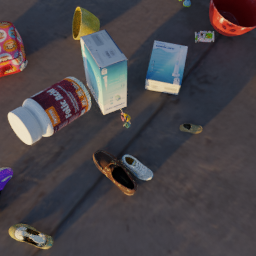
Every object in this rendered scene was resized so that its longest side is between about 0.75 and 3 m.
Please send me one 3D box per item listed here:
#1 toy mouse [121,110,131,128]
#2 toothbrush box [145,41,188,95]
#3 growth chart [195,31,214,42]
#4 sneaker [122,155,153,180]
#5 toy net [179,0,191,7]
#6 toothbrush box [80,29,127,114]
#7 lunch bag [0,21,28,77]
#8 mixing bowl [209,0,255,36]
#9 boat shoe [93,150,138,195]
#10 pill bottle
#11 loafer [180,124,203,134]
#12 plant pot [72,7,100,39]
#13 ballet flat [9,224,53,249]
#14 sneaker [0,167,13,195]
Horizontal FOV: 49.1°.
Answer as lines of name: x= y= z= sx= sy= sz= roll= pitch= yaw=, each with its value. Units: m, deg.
toy mouse: x=-0.057 y=-0.260 z=9.298 sx=0.147 sy=0.675 sz=0.759 roll=-20 pitch=60 yaw=-18
toothbrush box: x=1.495 y=-2.366 z=10.968 sx=1.348 sy=0.785 sz=1.841 roll=11 pitch=70 yaw=4
growth chart: x=3.269 y=-3.903 z=11.935 sx=0.874 sy=0.077 sz=0.632 roll=-1 pitch=68 yaw=-1
sneaker: x=0.314 y=1.379 z=9.721 sx=1.249 sy=0.505 sz=0.478 roll=31 pitch=71 yaw=10
toy net: x=2.753 y=-5.974 z=12.650 sx=0.590 sy=0.217 sz=1.125 roll=31 pitch=71 yaw=14
toothbrush box: x=-0.812 y=-1.883 z=9.756 sx=0.990 sy=2.321 sz=1.699 roll=-21 pitch=58 yaw=-16
lunch bag: x=-5.403 y=-2.844 z=10.997 sx=2.594 sy=1.063 sz=2.285 roll=-16 pitch=70 yaw=-6
mixing bowl: x=4.277 y=-4.697 z=11.506 sx=2.340 sy=1.268 sz=2.340 roll=3 pitch=72 yaw=-9
boat shoe: x=-0.438 y=1.445 z=9.595 sx=2.018 sy=0.710 sz=0.710 roll=40 pitch=76 yaw=15
pill bottle: x=-2.584 y=-0.602 z=9.415 sx=1.418 sy=1.418 sz=2.483 roll=41 pitch=55 yaw=14
loafer: x=2.346 y=0.010 z=10.347 sx=0.850 sy=0.287 sz=0.323 roll=2 pitch=69 yaw=1
plant pot: x=-1.691 y=-4.240 z=11.563 sx=0.892 sy=1.257 sz=1.257 roll=1 pitch=67 yaw=-27
ballet flat: x=-3.137 y=3.441 z=8.944 sx=1.546 sy=0.546 sz=0.546 roll=18 pitch=70 yaw=7
sneaker: x=-4.606 y=2.510 z=9.157 sx=1.312 sy=0.917 sz=2.639 roll=44 pitch=79 yaw=8
